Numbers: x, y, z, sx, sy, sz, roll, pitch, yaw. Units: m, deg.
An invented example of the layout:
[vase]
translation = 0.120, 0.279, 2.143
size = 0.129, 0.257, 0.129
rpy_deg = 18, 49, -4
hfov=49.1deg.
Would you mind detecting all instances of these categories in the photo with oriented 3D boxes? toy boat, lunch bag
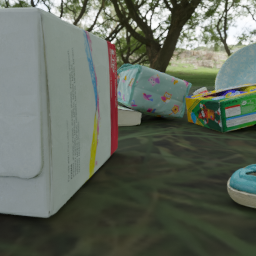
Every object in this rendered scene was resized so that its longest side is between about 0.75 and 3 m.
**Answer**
[toy boat]
translation = 1.651, 0.611, 3.102
size = 0.997, 0.463, 0.838
rpy_deg = 6, 11, 31
[lunch bag]
translation = 0.593, -1.235, 9.525
size = 2.073, 1.484, 2.434
rpy_deg = 15, 3, -22

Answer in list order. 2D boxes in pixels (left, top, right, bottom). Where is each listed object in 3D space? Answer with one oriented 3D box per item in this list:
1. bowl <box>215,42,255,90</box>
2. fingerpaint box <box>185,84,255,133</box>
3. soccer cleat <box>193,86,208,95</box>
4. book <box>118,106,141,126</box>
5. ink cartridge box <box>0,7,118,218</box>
[bowl]
translation = 4.584, -1.424, 9.651
size = 2.722, 2.722, 1.465
rpy_deg = 10, -11, 43
[fingerpaint box]
translation = 3.163, -0.684, 8.094
size = 2.349, 0.862, 1.960
rpy_deg = -13, 12, -11
[soccer cleat]
translation = 3.586, -1.278, 13.275
size = 0.789, 0.846, 2.312
rpy_deg = -25, -13, 14
[book]
translation = -0.888, -0.516, 9.144
size = 1.847, 0.664, 2.765
rpy_deg = 3, 8, -19
[ink cartridge box]
translation = -1.418, -0.331, 3.967
size = 2.016, 2.007, 2.775
rpy_deg = 2, 10, 10
